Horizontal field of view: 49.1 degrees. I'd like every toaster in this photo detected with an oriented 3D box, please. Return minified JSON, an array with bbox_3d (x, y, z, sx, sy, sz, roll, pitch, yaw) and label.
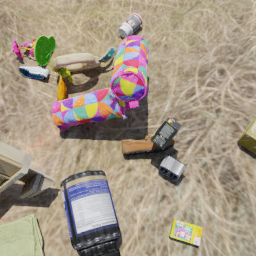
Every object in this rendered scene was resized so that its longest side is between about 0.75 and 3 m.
[{"bbox_3d":[1.467,1.325,9.297,0.764,0.845,0.502,30,65,11],"label":"toaster"}]

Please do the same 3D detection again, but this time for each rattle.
[{"bbox_3d":[-1.516,-2.032,10.761,2.578,1.678,1.841,-9,75,-31],"label":"rattle"}]

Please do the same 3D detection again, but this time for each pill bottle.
[{"bbox_3d":[-1.071,2.703,8.337,1.474,1.474,2.636,-14,68,-6],"label":"pill bottle"},{"bbox_3d":[0.102,-4.355,11.941,0.597,0.597,1.030,36,71,15],"label":"pill bottle"}]

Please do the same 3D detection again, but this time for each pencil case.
[{"bbox_3d":[0.111,-1.974,9.280,1.259,1.259,2.849,6,43,3],"label":"pencil case"},{"bbox_3d":[-1.285,-0.645,9.609,2.613,1.155,1.155,-9,65,16],"label":"pencil case"}]

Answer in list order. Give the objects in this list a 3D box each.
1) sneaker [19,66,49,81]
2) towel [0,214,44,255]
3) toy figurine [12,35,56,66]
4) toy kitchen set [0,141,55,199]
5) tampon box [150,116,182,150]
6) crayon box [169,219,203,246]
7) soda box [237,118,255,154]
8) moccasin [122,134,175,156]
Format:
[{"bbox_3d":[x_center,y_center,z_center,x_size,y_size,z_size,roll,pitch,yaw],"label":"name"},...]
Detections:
[{"bbox_3d":[-3.716,-2.259,11.158,1.226,0.459,0.531,15,54,3],"label":"sneaker"},{"bbox_3d":[-3.772,3.797,8.417,2.429,0.443,1.802,-16,68,-8],"label":"towel"},{"bbox_3d":[-3.935,-3.299,11.362,1.423,1.161,1.546,11,44,15],"label":"toy figurine"},{"bbox_3d":[-3.616,2.251,7.961,2.204,2.701,2.437,32,43,-28],"label":"toy kitchen set"},{"bbox_3d":[1.192,0.142,8.770,0.529,0.629,0.839,38,114,6],"label":"tampon box"},{"bbox_3d":[1.804,3.260,8.740,0.936,0.273,0.556,15,67,7],"label":"crayon box"},{"bbox_3d":[5.167,0.792,9.495,2.624,0.889,0.840,37,71,14],"label":"soda box"},{"bbox_3d":[0.697,0.534,9.785,1.848,0.676,0.713,-7,75,7],"label":"moccasin"}]
